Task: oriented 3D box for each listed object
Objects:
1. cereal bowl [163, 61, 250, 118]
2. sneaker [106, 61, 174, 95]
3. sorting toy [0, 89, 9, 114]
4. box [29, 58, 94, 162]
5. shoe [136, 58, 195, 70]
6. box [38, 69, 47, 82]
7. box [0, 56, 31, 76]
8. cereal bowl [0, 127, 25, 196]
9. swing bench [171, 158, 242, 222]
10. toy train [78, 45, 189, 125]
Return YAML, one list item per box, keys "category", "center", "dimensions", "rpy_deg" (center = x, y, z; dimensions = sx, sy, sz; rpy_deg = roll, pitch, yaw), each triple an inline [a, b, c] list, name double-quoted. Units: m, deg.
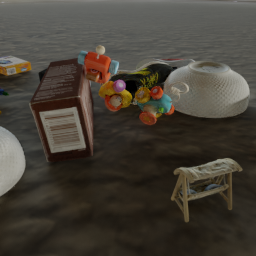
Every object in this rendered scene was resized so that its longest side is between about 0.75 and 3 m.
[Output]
- category: "cereal bowl"
  center: [2.446, -1.391, 8.812]
  dimensions: [2.694, 1.122, 2.694]
  rpy_deg: [-1, 29, 0]
- category: "sneaker"
  center: [0.487, -1.553, 9.520]
  dimensions: [2.421, 0.902, 1.024]
  rpy_deg: [-15, 37, -9]
- category: "sorting toy"
  center: [-3.987, -0.792, 8.503]
  dimensions: [0.568, 0.572, 1.649]
  rpy_deg: [18, 27, -16]
- category: "box"
  center: [-1.472, -0.630, 6.936]
  dimensions: [1.106, 1.478, 2.951]
  rpy_deg: [-8, 28, 0]
- category: "shoe"
  center: [1.548, -2.261, 10.818]
  dimensions: [2.312, 0.826, 1.051]
  rpy_deg: [2, 9, 20]
- category: "box"
  center: [-2.405, -1.959, 10.376]
  dimensions: [1.060, 0.592, 1.501]
  rpy_deg: [6, 29, 18]
- category: "box"
  center: [-5.134, -2.700, 11.974]
  dimensions: [1.883, 0.390, 1.121]
  rpy_deg: [21, 35, 38]
- category: "cereal bowl"
  center: [-3.294, 0.530, 5.455]
  dimensions: [2.351, 0.979, 2.351]
  rpy_deg: [-1, 29, 0]
- category: "swing bench"
  center: [1.283, 0.952, 4.720]
  dimensions: [0.922, 0.926, 0.601]
  rpy_deg: [-8, 29, -15]
- category: "toy train"
  center: [0.006, -0.897, 7.115]
  dimensions: [2.765, 2.077, 0.769]
  rpy_deg: [19, 68, -1]
